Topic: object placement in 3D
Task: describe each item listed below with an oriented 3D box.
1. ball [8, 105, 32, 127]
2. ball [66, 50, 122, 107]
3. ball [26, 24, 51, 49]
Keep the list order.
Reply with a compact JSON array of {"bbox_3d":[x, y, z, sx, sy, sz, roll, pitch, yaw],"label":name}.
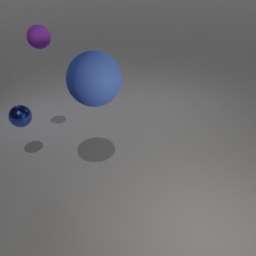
[{"bbox_3d":[-3.352,-0.367,8.723,0.700,0.700,0.700,0,31,0],"label":"ball"},{"bbox_3d":[-0.856,-1.234,7.067,1.400,1.400,1.400,0,31,0],"label":"ball"},{"bbox_3d":[-2.666,-2.723,8.371,0.700,0.700,0.700,0,31,0],"label":"ball"}]
